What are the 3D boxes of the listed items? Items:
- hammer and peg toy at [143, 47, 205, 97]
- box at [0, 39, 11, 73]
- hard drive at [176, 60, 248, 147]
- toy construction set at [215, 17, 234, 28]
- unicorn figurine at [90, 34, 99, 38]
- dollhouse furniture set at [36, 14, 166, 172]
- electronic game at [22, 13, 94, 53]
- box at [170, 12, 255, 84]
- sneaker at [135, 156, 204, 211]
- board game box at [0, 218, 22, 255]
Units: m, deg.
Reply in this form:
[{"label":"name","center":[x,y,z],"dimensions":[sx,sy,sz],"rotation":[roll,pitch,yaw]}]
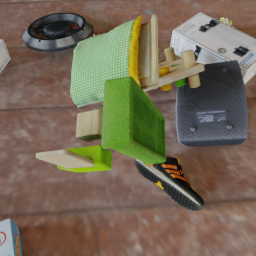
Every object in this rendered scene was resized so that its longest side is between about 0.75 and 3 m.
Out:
[{"label":"hammer and peg toy","center":[0.713,-1.640,8.431],"dimensions":[2.141,1.026,2.911],"rotation":[-20,21,-6]},{"label":"box","center":[-4.993,-2.235,9.239],"dimensions":[1.454,0.830,1.581],"rotation":[11,54,8]},{"label":"hard drive","center":[2.342,-0.704,7.967],"dimensions":[1.880,0.590,2.788],"rotation":[-4,54,18]},{"label":"toy construction set","center":[3.489,-3.832,10.458],"dimensions":[0.817,0.574,1.246],"rotation":[31,27,19]},{"label":"unicorn figurine","center":[-1.516,-3.349,10.447],"dimensions":[0.804,0.297,0.552],"rotation":[-41,71,-10]},{"label":"dollhouse furniture set","center":[-0.480,-0.808,4.588],"dimensions":[1.836,1.407,2.803],"rotation":[-9,69,24]},{"label":"electronic game","center":[-2.583,-3.576,10.405],"dimensions":[2.614,0.544,2.614],"rotation":[-3,46,3]},{"label":"box","center":[3.063,-2.702,9.562],"dimensions":[1.688,0.870,2.894],"rotation":[-38,62,-25]},{"label":"sneaker","center":[1.130,1.130,6.828],"dimensions":[1.963,0.686,0.883],"rotation":[34,63,25]},{"label":"board game box","center":[-3.135,3.178,5.353],"dimensions":[2.150,0.614,2.196],"rotation":[-16,55,-12]}]
